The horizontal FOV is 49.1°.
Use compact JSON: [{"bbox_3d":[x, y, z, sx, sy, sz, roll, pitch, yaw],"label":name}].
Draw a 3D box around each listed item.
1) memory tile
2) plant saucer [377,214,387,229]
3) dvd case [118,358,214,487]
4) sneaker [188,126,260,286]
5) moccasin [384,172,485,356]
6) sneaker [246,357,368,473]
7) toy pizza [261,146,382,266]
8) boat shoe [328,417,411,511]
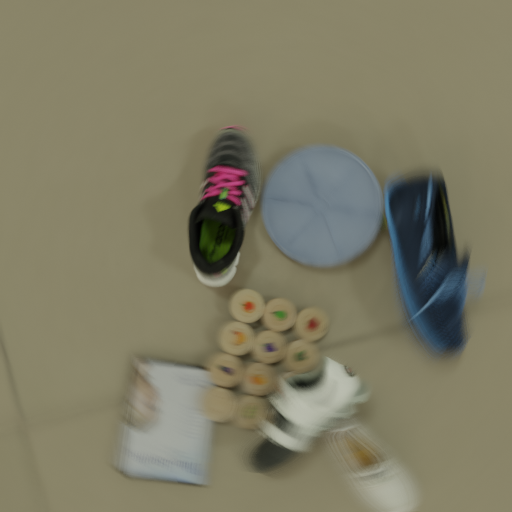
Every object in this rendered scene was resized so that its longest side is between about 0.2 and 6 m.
[{"bbox_3d":[0.142,2.018,10.532,1.961,0.215,2.558,18,89,-6],"label":"memory tile"},{"bbox_3d":[1.958,-0.730,10.640,0.786,0.188,0.785,-30,75,5],"label":"plant saucer"},{"bbox_3d":[-1.684,3.137,10.619,1.588,0.195,2.225,7,89,0],"label":"dvd case"},{"bbox_3d":[-0.581,-0.926,10.157,1.110,1.316,3.010,11,89,0],"label":"sneaker"},{"bbox_3d":[3.195,0.148,9.971,1.144,1.350,3.356,-17,92,44],"label":"moccasin"},{"bbox_3d":[0.617,2.710,9.825,2.543,0.942,1.125,-42,105,8],"label":"sneaker"},{"bbox_3d":[1.224,-0.935,10.544,2.243,0.355,2.243,0,93,10],"label":"toy pizza"},{"bbox_3d":[2.132,3.934,10.317,0.762,0.751,2.150,-35,89,-1],"label":"boat shoe"}]
